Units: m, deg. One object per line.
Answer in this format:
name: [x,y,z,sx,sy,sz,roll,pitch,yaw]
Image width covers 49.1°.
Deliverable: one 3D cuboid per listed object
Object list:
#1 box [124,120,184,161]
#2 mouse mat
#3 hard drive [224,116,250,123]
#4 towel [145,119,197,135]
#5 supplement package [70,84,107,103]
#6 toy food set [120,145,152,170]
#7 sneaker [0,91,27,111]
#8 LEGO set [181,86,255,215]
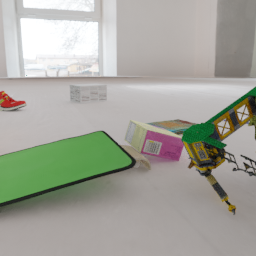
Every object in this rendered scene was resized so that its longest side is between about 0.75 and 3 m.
box: [0.517,0.239,5.734,0.867,0.476,0.985,14,8,-22]
mouse mat: [-1.443,0.608,4.536,2.736,0.103,2.202,-15,17,-15]
hard drive: [3.748,-0.290,9.381,0.907,0.115,0.599,9,16,35]
towel: [1.208,-0.044,8.143,1.773,0.192,1.300,-8,16,-32]
supplement package: [-2.041,-1.811,14.400,1.549,0.859,1.206,-9,16,-36]
toy food set: [-0.280,0.586,5.167,1.225,0.370,0.879,5,10,-18]
sneaker: [-5.082,-1.142,11.611,1.856,0.788,0.715,4,13,17]
LEGO set: [2.200,0.559,3.689,2.125,1.601,2.764,-38,24,-19]
